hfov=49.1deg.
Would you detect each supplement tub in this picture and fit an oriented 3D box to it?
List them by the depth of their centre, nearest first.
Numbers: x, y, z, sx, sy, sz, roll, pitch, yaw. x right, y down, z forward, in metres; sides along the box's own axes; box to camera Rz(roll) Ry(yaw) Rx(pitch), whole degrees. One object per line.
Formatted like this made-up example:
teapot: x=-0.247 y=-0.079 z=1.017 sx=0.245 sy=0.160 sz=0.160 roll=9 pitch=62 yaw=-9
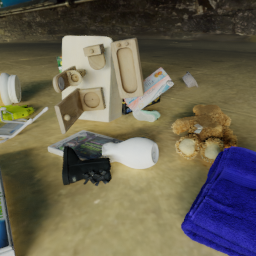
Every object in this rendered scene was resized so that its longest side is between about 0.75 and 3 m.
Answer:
supplement tub: x=-5.781 y=-1.647 z=12.118 sx=1.970 sy=1.425 sz=1.425 roll=-3 pitch=22 yaw=-8

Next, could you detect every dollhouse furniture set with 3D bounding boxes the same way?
dollhouse furniture set: x=-0.833 y=-1.277 z=8.269 sx=2.296 sy=2.183 sz=1.871 roll=-5 pitch=23 yaw=13

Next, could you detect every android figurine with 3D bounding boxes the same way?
android figurine: x=-4.598 y=-0.619 z=11.082 sx=1.424 sy=0.321 sz=1.564 roll=20 pitch=28 yaw=40

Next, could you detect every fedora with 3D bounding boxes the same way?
fedora: x=3.377 y=-2.595 z=15.502 sx=0.498 sy=0.975 sz=1.102 roll=-31 pitch=57 yaw=9

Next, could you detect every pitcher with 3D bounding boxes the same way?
pitcher: x=0.158 y=0.624 z=7.482 sx=1.347 sy=0.816 sz=1.155 roll=-1 pitch=8 yaw=27

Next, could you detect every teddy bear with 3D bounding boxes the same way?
teddy bear: x=2.313 y=0.235 z=8.476 sx=1.958 sy=0.901 sz=2.700 roll=-5 pitch=29 yaw=8

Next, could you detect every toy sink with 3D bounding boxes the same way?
toy sink: x=-1.235 y=-1.821 z=10.374 sx=1.878 sy=2.881 sz=1.614 roll=6 pitch=13 yaw=16

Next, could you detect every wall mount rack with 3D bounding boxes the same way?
wall mount rack: x=-3.751 y=-0.192 z=9.368 sx=1.845 sy=0.792 sz=2.124 roll=3 pitch=23 yaw=7

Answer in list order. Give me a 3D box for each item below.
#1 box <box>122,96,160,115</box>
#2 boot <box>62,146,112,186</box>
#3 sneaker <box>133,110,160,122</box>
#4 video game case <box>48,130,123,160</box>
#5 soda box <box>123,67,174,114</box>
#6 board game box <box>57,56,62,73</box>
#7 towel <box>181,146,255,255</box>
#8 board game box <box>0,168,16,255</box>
box: x=-0.068 y=-1.348 z=12.495 sx=2.024 sy=0.625 sz=2.535 roll=20 pitch=29 yaw=38
boot: x=-1.032 y=0.899 z=7.012 sx=1.163 sy=0.525 sz=1.419 roll=-6 pitch=30 yaw=-8
sneaker: x=0.721 y=-0.511 z=10.722 sx=1.039 sy=0.382 sz=0.613 roll=20 pitch=28 yaw=32
video game case: x=-1.210 y=0.540 z=8.335 sx=1.719 sy=0.201 sz=1.563 roll=14 pitch=26 yaw=30
soda box: x=0.735 y=-1.368 z=10.328 sx=1.820 sy=0.622 sz=0.579 roll=-37 pitch=49 yaw=9
board game box: x=-1.561 y=-2.560 z=12.014 sx=2.725 sy=1.427 sz=0.320 roll=-10 pitch=48 yaw=-10
towel: x=2.275 y=1.288 z=5.294 sx=1.831 sy=0.614 sz=2.479 roll=13 pitch=37 yaw=30
board game box: x=-3.193 y=1.673 z=5.073 sx=1.882 sy=0.516 sz=2.982 roll=-11 pitch=24 yaw=-25
